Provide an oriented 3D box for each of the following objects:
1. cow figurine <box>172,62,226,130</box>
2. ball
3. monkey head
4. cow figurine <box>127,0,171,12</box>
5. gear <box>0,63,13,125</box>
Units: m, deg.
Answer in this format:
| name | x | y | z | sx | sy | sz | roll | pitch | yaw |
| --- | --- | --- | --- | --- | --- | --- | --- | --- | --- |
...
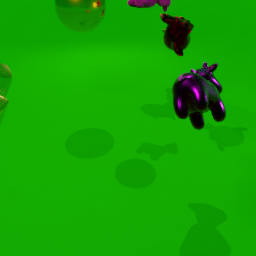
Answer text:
| name | x | y | z | sx | sy | sz | roll | pitch | yaw |
| --- | --- | --- | --- | --- | --- | --- | --- | --- | --- |
| cow figurine | 1.091 | -0.620 | 4.401 | 0.690 | 1.257 | 1.237 | -25 | 60 | 32 |
| ball | -1.127 | -2.900 | 6.671 | 1.206 | 1.206 | 1.206 | 0 | 31 | 0 |
| monkey head | 1.404 | -2.997 | 8.836 | 1.220 | 1.022 | 1.696 | 12 | 39 | -23 |
| cow figurine | 0.527 | -2.953 | 6.431 | 0.897 | 0.493 | 0.883 | 10 | 15 | 35 |
| gear | -1.085 | -0.260 | 1.015 | 1.216 | 0.225 | 1.216 | 27 | 27 | -15 |
